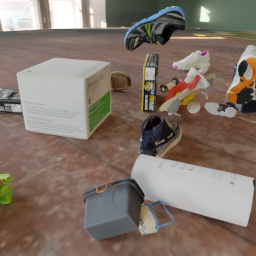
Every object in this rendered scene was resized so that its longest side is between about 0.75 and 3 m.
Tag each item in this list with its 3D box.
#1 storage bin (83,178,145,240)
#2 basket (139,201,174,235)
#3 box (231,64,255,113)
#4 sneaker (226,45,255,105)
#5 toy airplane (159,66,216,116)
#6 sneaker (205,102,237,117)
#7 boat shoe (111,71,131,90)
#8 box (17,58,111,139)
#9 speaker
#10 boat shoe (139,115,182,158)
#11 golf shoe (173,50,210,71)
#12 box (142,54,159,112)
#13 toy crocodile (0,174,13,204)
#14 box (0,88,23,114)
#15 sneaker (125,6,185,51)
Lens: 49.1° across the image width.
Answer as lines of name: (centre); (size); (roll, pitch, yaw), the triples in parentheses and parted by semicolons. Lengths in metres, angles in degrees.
storage bin: (-0.363, 1.811, 6.218); (1.373, 1.000, 0.922); (-21, 32, 15)
basket: (0.559, 2.034, 6.450); (0.793, 0.552, 0.699); (-20, 30, -10)
box: (5.611, -1.888, 13.084); (1.007, 1.934, 1.761); (0, 26, 0)
sneaker: (4.113, -1.802, 9.758); (0.887, 2.342, 1.077); (18, 58, 13)
toy airplane: (2.758, -1.564, 12.493); (2.669, 1.883, 2.657); (-27, 4, 20)
sneaker: (4.247, -0.911, 12.731); (1.398, 0.528, 0.796); (18, 30, 22)
boat shoe: (-1.180, -2.524, 15.618); (2.917, 1.104, 1.077); (10, 32, 37)
box: (-2.375, -1.336, 11.368); (2.806, 2.404, 2.792); (7, 26, 15)
speaker: (1.526, 1.464, 6.960); (2.867, 1.164, 1.164); (10, 27, 20)
boat shoe: (1.240, 0.027, 9.849); (1.022, 1.269, 2.737); (11, 28, 22)
golf shoe: (4.552, -4.877, 20.106); (2.920, 1.336, 1.100); (-10, 28, -17)
box: (1.110, -2.263, 13.611); (0.671, 2.172, 2.720); (2, 26, 7)
toy crocodile: (-3.483, 1.790, 6.787); (0.799, 0.731, 2.368); (1, 25, 3)
box: (-5.723, -1.324, 13.430); (2.454, 0.611, 1.935); (3, 25, 8)
sneaker: (1.004, -3.762, 11.195); (2.775, 1.150, 0.984); (-19, -7, 32)
